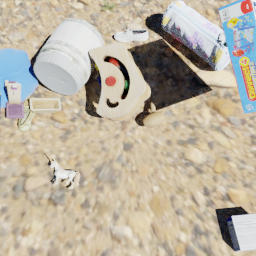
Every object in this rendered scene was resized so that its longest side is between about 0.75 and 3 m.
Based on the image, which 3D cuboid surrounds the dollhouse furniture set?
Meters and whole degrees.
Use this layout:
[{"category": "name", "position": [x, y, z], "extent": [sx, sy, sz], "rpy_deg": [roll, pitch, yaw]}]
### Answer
[{"category": "dollhouse furniture set", "position": [-2.860, -1.137, 8.491], "extent": [1.606, 1.140, 1.273], "rpy_deg": [-2, 58, -22]}]

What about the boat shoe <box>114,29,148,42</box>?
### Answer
[{"category": "boat shoe", "position": [0.117, -3.503, 10.461], "extent": [1.285, 0.440, 0.463], "rpy_deg": [5, 60, 3]}]

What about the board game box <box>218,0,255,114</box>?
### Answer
[{"category": "board game box", "position": [2.895, -1.722, 6.308], "extent": [0.629, 2.204, 2.251], "rpy_deg": [-10, 14, 37]}]

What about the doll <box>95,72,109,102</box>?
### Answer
[{"category": "doll", "position": [-0.508, -1.212, 9.174], "extent": [1.042, 0.370, 1.527], "rpy_deg": [-29, 70, -20]}]

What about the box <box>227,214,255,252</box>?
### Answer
[{"category": "box", "position": [2.961, 2.588, 6.939], "extent": [0.742, 0.423, 0.807], "rpy_deg": [-4, 61, -2]}]

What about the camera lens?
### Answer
[{"category": "camera lens", "position": [-1.848, -2.333, 9.060], "extent": [1.677, 1.677, 2.096], "rpy_deg": [17, 60, 10]}]

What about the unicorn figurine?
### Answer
[{"category": "unicorn figurine", "position": [-1.831, 1.291, 7.762], "extent": [1.058, 0.391, 0.727], "rpy_deg": [16, 50, -7]}]

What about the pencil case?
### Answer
[{"category": "pencil case", "position": [2.499, -3.261, 9.820], "extent": [2.915, 1.322, 1.212], "rpy_deg": [47, 110, 25]}]

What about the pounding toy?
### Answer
[{"category": "pounding toy", "position": [-0.156, -1.098, 8.777], "extent": [1.640, 1.645, 2.867], "rpy_deg": [-29, 78, 12]}]

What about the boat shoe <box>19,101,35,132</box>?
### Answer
[{"category": "boat shoe", "position": [-3.186, -0.428, 8.731], "extent": [0.406, 0.350, 1.114], "rpy_deg": [3, 60, 2]}]

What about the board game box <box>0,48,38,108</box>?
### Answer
[{"category": "board game box", "position": [-4.015, -1.616, 9.380], "extent": [1.790, 0.441, 2.266], "rpy_deg": [-22, 71, -11]}]
